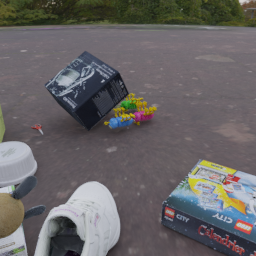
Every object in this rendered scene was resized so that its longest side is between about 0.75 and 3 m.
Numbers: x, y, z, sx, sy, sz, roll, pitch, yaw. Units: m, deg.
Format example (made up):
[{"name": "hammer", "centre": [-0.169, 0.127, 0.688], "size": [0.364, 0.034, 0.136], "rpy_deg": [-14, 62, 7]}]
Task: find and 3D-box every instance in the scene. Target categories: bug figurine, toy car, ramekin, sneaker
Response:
[{"name": "bug figurine", "centre": [-0.208, -0.632, 10.392], "size": [2.142, 0.711, 2.762], "rpy_deg": [-9, 26, -23]}, {"name": "toy car", "centre": [-1.991, 1.240, 4.147], "size": [1.433, 1.177, 1.131], "rpy_deg": [-22, 35, -26]}, {"name": "ramekin", "centre": [-3.109, 0.870, 7.274], "size": [1.379, 0.642, 1.379], "rpy_deg": [-1, 25, 0]}, {"name": "sneaker", "centre": [-0.729, 1.656, 4.659], "size": [1.110, 1.477, 2.966], "rpy_deg": [2, 24, 3]}]

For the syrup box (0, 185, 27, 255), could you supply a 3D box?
[{"name": "syrup box", "centre": [-2.293, 1.871, 5.107], "size": [0.708, 0.685, 1.740], "rpy_deg": [-12, 28, -24]}]

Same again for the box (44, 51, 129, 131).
[{"name": "box", "centre": [-1.438, -1.336, 9.825], "size": [2.000, 1.261, 2.034], "rpy_deg": [-44, 54, -11]}]

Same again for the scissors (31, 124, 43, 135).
[{"name": "scissors", "centre": [-3.042, 0.036, 9.720], "size": [0.326, 0.062, 0.892], "rpy_deg": [-21, 31, -40]}]

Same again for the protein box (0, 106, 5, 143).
[{"name": "protein box", "centre": [-4.590, -0.306, 8.462], "size": [1.185, 1.744, 1.756], "rpy_deg": [-7, 26, -14]}]

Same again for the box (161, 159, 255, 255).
[{"name": "box", "centre": [2.452, 1.717, 5.571], "size": [2.992, 0.564, 2.043], "rpy_deg": [16, 30, 31]}]
